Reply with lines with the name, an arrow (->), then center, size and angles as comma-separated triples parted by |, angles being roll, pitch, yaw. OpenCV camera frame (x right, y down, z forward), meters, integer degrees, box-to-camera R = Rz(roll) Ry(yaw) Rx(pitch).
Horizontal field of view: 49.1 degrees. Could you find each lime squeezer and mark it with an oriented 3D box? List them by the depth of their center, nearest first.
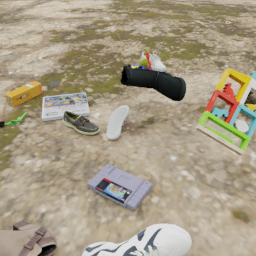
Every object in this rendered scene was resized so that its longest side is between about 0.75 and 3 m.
lime squeezer -> -4.746, -0.336, 11.788 | 1.212, 0.229, 0.428 | -32, 56, -26

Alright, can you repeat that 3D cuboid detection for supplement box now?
supplement box -> -4.938, -1.644, 13.368 | 0.590, 0.571, 1.715 | 21, 40, 27

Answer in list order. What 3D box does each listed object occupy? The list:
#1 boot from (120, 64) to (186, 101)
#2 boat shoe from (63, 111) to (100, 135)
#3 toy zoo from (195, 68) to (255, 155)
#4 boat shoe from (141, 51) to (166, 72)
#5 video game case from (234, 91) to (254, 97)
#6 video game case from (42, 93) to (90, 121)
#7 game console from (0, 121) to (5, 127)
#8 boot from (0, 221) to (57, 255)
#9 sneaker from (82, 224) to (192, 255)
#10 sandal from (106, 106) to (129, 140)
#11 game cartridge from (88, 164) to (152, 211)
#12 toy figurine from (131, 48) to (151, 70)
boot -> 0.825, -1.672, 10.125 | 1.907, 0.861, 2.328 | 6, 23, -18
boat shoe -> -1.956, -0.235, 11.380 | 1.761, 0.579, 0.629 | 20, 40, 25
toy zoo -> 3.315, -0.662, 8.561 | 1.646, 0.257, 2.508 | 30, 81, -6
boat shoe -> 1.484, -4.009, 16.382 | 0.786, 0.907, 2.127 | -18, 39, -23
video game case -> 5.680, -1.681, 12.666 | 1.727, 0.244, 1.911 | -20, -3, -25
video game case -> -2.846, -0.994, 12.756 | 2.037, 0.234, 1.856 | -8, 36, -9
game console -> -5.379, 0.014, 11.397 | 0.492, 0.101, 0.835 | -7, 38, 7
boot -> -2.743, 2.964, 6.728 | 1.399, 0.672, 1.914 | 19, 32, 36
sneaker -> 0.267, 2.945, 5.925 | 2.626, 1.048, 1.709 | -5, 5, -6
sandal -> -0.429, -0.176, 11.462 | 0.774, 0.468, 1.903 | 0, 46, 26
game cartridge -> -0.266, 1.812, 8.777 | 1.751, 0.336, 1.135 | 20, 36, 26
toy figurine -> 0.442, -3.373, 15.247 | 1.504, 1.324, 2.511 | -6, 36, 0
